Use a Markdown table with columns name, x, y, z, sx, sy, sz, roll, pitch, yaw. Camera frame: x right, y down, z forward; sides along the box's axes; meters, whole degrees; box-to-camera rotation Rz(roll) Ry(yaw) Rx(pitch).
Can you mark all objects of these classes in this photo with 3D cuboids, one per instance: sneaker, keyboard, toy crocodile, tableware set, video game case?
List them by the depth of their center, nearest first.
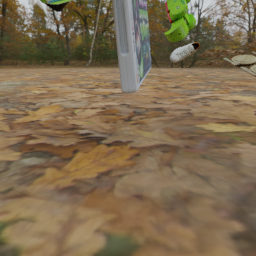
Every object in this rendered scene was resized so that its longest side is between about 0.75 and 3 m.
| name | x | y | z | sx | sy | sz | roll | pitch | yaw |
| --- | --- | --- | --- | --- | --- | --- | --- | --- | --- |
| video game case | 0.143 | -2.374 | 6.024 | 0.343 | 2.669 | 2.936 | -2 | 20 | 11 |
| sneaker | 1.432 | -1.928 | 7.007 | 0.834 | 0.304 | 0.353 | -34 | 12 | -12 |
| tableware set | 3.361 | -1.611 | 7.507 | 1.002 | 0.304 | 1.516 | -14 | 33 | -8 |
| keyboard | -2.175 | -4.109 | 8.082 | 1.224 | 0.198 | 1.926 | 33 | -23 | -26 |
| toy crocodile | 1.473 | -3.737 | 8.455 | 0.802 | 2.597 | 0.877 | -15 | -25 | 30 |

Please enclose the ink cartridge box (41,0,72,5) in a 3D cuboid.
| name | x | y | z | sx | sy | sz | roll | pitch | yaw |
| --- | --- | --- | --- | --- | --- | --- | --- | --- | --- |
| ink cartridge box | -0.933 | -2.417 | 4.637 | 0.976 | 0.500 | 1.321 | -23 | 31 | -16 |
